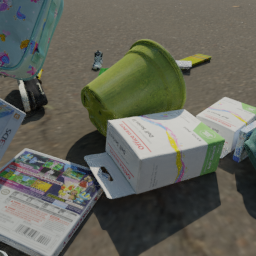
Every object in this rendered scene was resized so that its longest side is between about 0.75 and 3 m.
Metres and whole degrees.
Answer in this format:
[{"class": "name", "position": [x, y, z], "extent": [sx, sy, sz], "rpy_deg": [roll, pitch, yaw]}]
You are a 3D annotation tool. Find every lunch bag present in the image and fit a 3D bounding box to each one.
[{"class": "lunch bag", "position": [-3.077, -2.730, 7.363], "extent": [2.354, 2.935, 1.131], "rpy_deg": [17, -6, 5]}]

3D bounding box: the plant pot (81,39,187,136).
[{"class": "plant pot", "position": [-0.004, -0.915, 7.929], "extent": [2.229, 2.425, 2.425], "rpy_deg": [-34, 45, -24]}]

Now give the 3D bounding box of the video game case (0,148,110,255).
[{"class": "video game case", "position": [-1.944, 1.417, 5.908], "extent": [2.433, 0.280, 2.217], "rpy_deg": [14, 36, 20]}]

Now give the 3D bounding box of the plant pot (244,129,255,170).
[{"class": "plant pot", "position": [3.330, 0.538, 6.288], "extent": [1.087, 1.622, 1.622], "rpy_deg": [-25, 32, 11]}]

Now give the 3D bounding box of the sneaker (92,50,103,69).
[{"class": "sneaker", "position": [-1.342, -3.050, 12.352], "extent": [0.414, 0.674, 1.036], "rpy_deg": [6, 34, 11]}]

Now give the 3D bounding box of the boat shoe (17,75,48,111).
[{"class": "boat shoe", "position": [-3.413, -1.535, 9.778], "extent": [0.803, 0.983, 2.661], "rpy_deg": [-13, 39, -19]}]

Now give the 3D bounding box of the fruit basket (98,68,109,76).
[{"class": "fruit basket", "position": [-0.669, -1.766, 10.589], "extent": [1.009, 0.727, 1.009], "rpy_deg": [0, 77, 2]}]

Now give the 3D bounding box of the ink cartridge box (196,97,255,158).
[{"class": "ink cartridge box", "position": [2.667, -0.078, 7.802], "extent": [1.195, 0.687, 2.041], "rpy_deg": [28, 42, 35]}]

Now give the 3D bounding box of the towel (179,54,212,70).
[{"class": "towel", "position": [2.887, -3.049, 12.847], "extent": [1.988, 0.179, 0.855], "rpy_deg": [-25, 36, -31]}]

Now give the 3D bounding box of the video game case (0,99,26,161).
[{"class": "video game case", "position": [-2.101, -0.011, 3.481], "extent": [0.140, 1.276, 1.163], "rpy_deg": [-8, 54, 49]}]

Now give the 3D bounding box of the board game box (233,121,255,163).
[{"class": "board game box", "position": [3.051, 0.303, 7.036], "extent": [0.905, 0.900, 0.196], "rpy_deg": [-23, 40, -32]}]

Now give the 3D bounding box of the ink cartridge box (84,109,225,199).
[{"class": "ink cartridge box", "position": [0.563, 0.469, 6.477], "extent": [2.833, 0.954, 1.659], "rpy_deg": [-10, 34, -26]}]

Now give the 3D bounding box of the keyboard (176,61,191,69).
[{"class": "keyboard", "position": [1.298, -2.845, 12.372], "extent": [2.943, 0.157, 0.828], "rpy_deg": [4, 36, 11]}]

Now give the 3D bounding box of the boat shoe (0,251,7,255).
[{"class": "boat shoe", "position": [-2.086, 2.456, 4.032], "extent": [0.603, 0.594, 1.674], "rpy_deg": [-5, 34, -8]}]

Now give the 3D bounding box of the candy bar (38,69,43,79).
[{"class": "candy bar", "position": [-3.607, -1.907, 10.982], "extent": [0.449, 0.200, 1.802], "rpy_deg": [-20, 35, 4]}]
